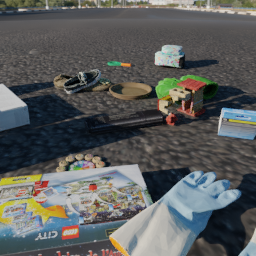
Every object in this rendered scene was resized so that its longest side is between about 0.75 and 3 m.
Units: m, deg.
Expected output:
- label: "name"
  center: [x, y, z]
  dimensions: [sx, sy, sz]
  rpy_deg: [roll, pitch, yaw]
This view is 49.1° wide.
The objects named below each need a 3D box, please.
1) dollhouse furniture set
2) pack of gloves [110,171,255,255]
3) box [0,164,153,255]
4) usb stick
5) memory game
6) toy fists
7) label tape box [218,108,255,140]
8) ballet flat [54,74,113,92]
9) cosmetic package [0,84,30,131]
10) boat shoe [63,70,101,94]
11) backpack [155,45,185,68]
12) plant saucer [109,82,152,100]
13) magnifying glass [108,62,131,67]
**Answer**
- label: "dollhouse furniture set"
  center: [1.666, -0.796, 9.175]
  dimensions: [2.010, 1.082, 0.818]
  rpy_deg: [-26, 36, -32]
- label: "pack of gloves"
  center: [1.469, 1.883, 4.430]
  dimensions: [2.366, 0.556, 2.817]
  rpy_deg: [36, 40, 28]
- label: "box"
  center: [-0.988, 1.502, 4.948]
  dimensions: [2.821, 0.532, 1.927]
  rpy_deg: [-5, 26, -9]
- label: "usb stick"
  center: [-0.074, -0.208, 8.644]
  dimensions: [2.480, 0.404, 0.688]
  rpy_deg: [-9, 34, -18]
- label: "memory game"
  center: [-1.108, 0.928, 6.665]
  dimensions: [1.177, 0.075, 1.177]
  rpy_deg: [0, 25, 0]
- label: "toy fists"
  center: [2.217, -1.487, 10.800]
  dimensions: [2.516, 0.865, 1.282]
  rpy_deg: [-15, 37, -31]
- label: "label tape box"
  center: [3.026, -0.209, 7.584]
  dimensions: [0.988, 1.379, 0.456]
  rpy_deg: [8, 64, 15]
- label: "ballet flat"
  center: [-1.943, -2.000, 12.075]
  dimensions: [2.588, 0.600, 0.872]
  rpy_deg: [4, 28, 8]
- label: "cosmetic package"
  center: [-4.712, -0.624, 9.125]
  dimensions: [2.075, 0.711, 2.752]
  rpy_deg: [-16, 30, -33]
- label: "boat shoe"
  center: [-1.887, -2.016, 11.512]
  dimensions: [1.647, 0.562, 0.608]
  rpy_deg: [-24, 68, -7]
- label: "backpack"
  center: [2.297, -3.938, 15.515]
  dimensions: [1.623, 1.222, 1.441]
  rpy_deg: [2, 25, 17]
- label: "plant saucer"
  center: [0.109, -1.509, 11.481]
  dimensions: [1.753, 0.258, 1.753]
  rpy_deg: [0, 25, 0]
- label: "magnifying glass"
  center: [-0.496, -3.653, 16.046]
  dimensions: [1.425, 0.160, 0.567]
  rpy_deg: [9, 27, 22]
